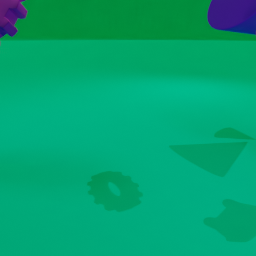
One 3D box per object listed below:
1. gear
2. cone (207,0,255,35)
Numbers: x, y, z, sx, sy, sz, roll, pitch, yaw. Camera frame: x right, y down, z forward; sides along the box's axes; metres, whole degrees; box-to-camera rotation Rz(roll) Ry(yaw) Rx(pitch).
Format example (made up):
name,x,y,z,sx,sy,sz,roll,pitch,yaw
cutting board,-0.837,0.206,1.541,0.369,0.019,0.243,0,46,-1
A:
name,x,y,z,sx,sy,sz,roll,pitch,yaw
gear,-2.747,-2.289,5.329,1.651,1.651,0.305,4,-13,12
cone,3.011,-2.536,6.410,1.668,1.662,1.662,26,4,-32
